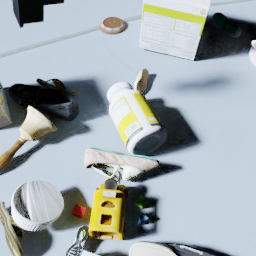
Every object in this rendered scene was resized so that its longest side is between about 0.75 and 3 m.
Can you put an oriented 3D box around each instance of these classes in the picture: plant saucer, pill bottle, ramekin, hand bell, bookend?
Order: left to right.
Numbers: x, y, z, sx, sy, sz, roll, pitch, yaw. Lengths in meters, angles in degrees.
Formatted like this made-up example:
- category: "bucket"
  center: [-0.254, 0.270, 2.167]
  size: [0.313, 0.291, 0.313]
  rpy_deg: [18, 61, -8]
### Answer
- category: "hand bell"
  center: [-3.488, 0.543, 8.970]
  size: [1.206, 1.206, 2.316]
  rpy_deg: [31, 73, 21]
- category: "ramekin"
  center: [-2.478, 2.128, 7.550]
  size: [1.357, 0.632, 1.357]
  rpy_deg: [22, 34, -16]
- category: "bookend"
  center: [-2.279, -3.399, 7.284]
  size: [1.331, 1.323, 0.613]
  rpy_deg: [-18, 70, -24]
- category: "plant saucer"
  center: [-0.723, -4.907, 13.255]
  size: [1.310, 0.240, 1.310]
  rpy_deg: [0, 53, 0]
- category: "pill bottle"
  center: [0.182, -0.386, 9.228]
  size: [1.342, 1.342, 2.397]
  rpy_deg: [-19, 56, -13]

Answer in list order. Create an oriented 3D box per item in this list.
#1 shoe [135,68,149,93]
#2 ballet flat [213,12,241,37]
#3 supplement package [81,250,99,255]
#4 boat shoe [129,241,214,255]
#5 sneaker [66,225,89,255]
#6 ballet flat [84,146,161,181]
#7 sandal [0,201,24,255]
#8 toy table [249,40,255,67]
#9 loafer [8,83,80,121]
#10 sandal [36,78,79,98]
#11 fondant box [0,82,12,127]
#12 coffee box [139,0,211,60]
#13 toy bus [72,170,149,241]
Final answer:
- category: "shoe"
  center: [0.515, -1.769, 10.925]
  size: [0.439, 0.335, 1.257]
  rpy_deg: [31, 58, -18]
- category: "ballet flat"
  center: [4.619, -4.761, 13.019]
  size: [0.623, 0.623, 1.733]
  rpy_deg: [-22, 57, -16]
- category: "supplement package"
  center: [-0.673, 3.518, 6.793]
  size: [1.074, 0.643, 0.651]
  rpy_deg: [15, 55, 10]
- category: "boat shoe"
  center: [1.417, 3.428, 6.930]
  size: [2.800, 0.878, 1.017]
  rpy_deg: [12, 98, 18]
- category: "sneaker"
  center: [-1.297, 3.035, 7.347]
  size: [0.370, 0.405, 1.002]
  rpy_deg: [29, 77, 3]
- category: "ballet flat"
  center: [-0.227, 1.179, 8.530]
  size: [2.384, 0.812, 0.802]
  rpy_deg: [8, 66, 15]
- category: "sandal"
  center: [-3.067, 2.660, 7.511]
  size: [0.467, 0.695, 1.729]
  rpy_deg: [-11, 47, -35]
- category: "toy table"
  center: [5.734, -3.199, 11.528]
  size: [1.568, 0.999, 1.706]
  rpy_deg: [-11, 56, -8]
- category: "loafer"
  center: [-3.041, -1.107, 9.970]
  size: [2.842, 0.998, 0.965]
  rpy_deg: [19, 58, 14]
- category: "sandal"
  center: [-2.575, -1.578, 10.456]
  size: [1.722, 0.704, 0.470]
  rpy_deg: [20, 95, 12]
- category: "fondant box"
  center: [-4.801, -1.563, 9.184]
  size: [0.819, 2.813, 2.029]
  rpy_deg: [-20, 57, -14]
- category: "coffee box"
  center: [2.034, -4.756, 11.745]
  size: [2.476, 2.449, 2.472]
  rpy_deg: [16, 54, 9]
- category: "toy bus"
  center: [-0.497, 2.052, 7.652]
  size: [1.835, 1.005, 1.945]
  rpy_deg: [-36, 62, -23]
